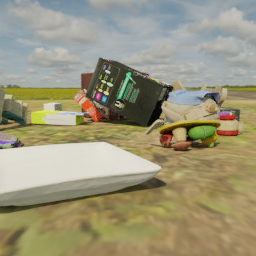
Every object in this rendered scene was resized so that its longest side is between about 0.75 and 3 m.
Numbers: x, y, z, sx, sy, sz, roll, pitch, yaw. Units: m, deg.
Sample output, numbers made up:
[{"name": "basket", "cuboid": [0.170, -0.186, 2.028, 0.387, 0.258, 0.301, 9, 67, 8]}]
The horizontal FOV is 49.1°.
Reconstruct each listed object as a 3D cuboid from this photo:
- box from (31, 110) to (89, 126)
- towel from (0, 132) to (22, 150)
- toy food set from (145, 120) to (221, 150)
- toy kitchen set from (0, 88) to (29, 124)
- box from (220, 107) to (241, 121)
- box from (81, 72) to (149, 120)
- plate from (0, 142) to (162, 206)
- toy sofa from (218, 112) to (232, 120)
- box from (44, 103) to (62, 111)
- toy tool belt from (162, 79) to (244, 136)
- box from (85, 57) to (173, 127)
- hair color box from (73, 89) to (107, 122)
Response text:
[{"name": "box", "cuboid": [-2.328, -0.366, 9.820, 1.753, 0.418, 1.069, 3, 8, 5]}, {"name": "towel", "cuboid": [-2.590, 0.139, 4.887, 1.325, 0.210, 1.845, 17, -3, -15]}, {"name": "toy food set", "cuboid": [1.129, 0.207, 5.487, 1.556, 0.508, 0.916, -1, -17, -21]}, {"name": "toy kitchen set", "cuboid": [-4.358, -0.404, 8.829, 1.674, 1.231, 2.090, 1, -13, 12]}, {"name": "box", "cuboid": [3.220, -0.590, 11.599, 2.180, 0.474, 1.746, 0, 7, -3]}, {"name": "box", "cuboid": [-0.589, -1.456, 12.453, 2.416, 1.984, 2.005, 6, 9, 41]}, {"name": "plate", "cuboid": [-0.832, 0.502, 3.457, 1.861, 0.301, 1.857, -3, 9, -25]}, {"name": "toy sofa", "cuboid": [3.342, -0.391, 10.362, 0.932, 0.386, 0.455, 2, 6, 14]}, {"name": "box", "cuboid": [-3.376, -0.800, 12.670, 0.492, 0.628, 1.010, 1, 7, 6]}, {"name": "toy tool belt", "cuboid": [2.053, -0.673, 7.975, 1.542, 1.518, 2.470, -4, 8, -31]}, {"name": "box", "cuboid": [0.079, -1.278, 9.785, 2.406, 1.496, 1.787, 26, 14, 15]}, {"name": "hair color box", "cuboid": [-1.423, -0.861, 10.623, 0.401, 1.255, 0.696, -43, 6, 16]}]
